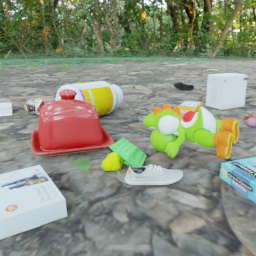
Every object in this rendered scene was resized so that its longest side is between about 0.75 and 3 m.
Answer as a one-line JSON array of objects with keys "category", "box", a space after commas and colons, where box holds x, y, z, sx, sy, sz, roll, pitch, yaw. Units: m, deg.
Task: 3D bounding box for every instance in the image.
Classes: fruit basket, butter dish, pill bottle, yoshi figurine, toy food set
[{"category": "fruit basket", "box": [-0.179, 0.875, 7.676, 1.112, 0.802, 1.112, -29, 36, 24]}, {"category": "butter dish", "box": [-1.916, -0.334, 9.173, 2.528, 1.874, 2.535, -7, 20, -17]}, {"category": "pill bottle", "box": [-1.572, -1.250, 12.400, 1.556, 1.556, 2.985, 14, 20, 37]}, {"category": "yoshi figurine", "box": [1.748, 0.261, 8.360, 2.726, 1.526, 1.532, 13, -11, 31]}, {"category": "toy food set", "box": [5.483, -0.336, 11.655, 1.341, 0.332, 2.109, 1, 18, 3]}]

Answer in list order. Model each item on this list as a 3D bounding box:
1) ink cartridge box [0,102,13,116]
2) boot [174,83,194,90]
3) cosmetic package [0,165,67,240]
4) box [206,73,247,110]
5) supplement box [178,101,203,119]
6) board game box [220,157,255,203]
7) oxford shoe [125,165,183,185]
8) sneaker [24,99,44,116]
[{"category": "ink cartridge box", "box": [-5.849, -0.897, 13.280, 0.667, 0.393, 1.159, -7, 19, -19]}, {"category": "boot", "box": [3.757, -2.816, 19.135, 1.381, 0.516, 0.670, 10, 8, -1]}, {"category": "cosmetic package", "box": [-2.281, 1.468, 5.953, 1.385, 0.475, 1.838, -14, 23, -30]}, {"category": "box", "box": [5.015, -1.907, 14.299, 1.667, 1.676, 1.095, -8, 18, -24]}, {"category": "supplement box", "box": [2.329, -0.431, 11.153, 0.869, 0.841, 2.527, 7, 19, 27]}, {"category": "board game box", "box": [3.497, 1.181, 6.846, 1.896, 0.445, 1.431, -7, 19, -19]}, {"category": "oxford shoe", "box": [0.669, 1.138, 7.017, 1.503, 0.434, 0.565, -1, 15, -9]}, {"category": "sneaker", "box": [-4.260, -0.876, 12.827, 0.836, 0.792, 2.035, -13, 12, -23]}]
